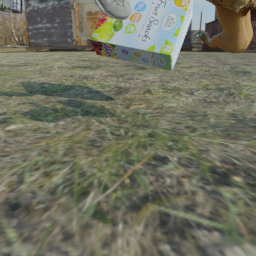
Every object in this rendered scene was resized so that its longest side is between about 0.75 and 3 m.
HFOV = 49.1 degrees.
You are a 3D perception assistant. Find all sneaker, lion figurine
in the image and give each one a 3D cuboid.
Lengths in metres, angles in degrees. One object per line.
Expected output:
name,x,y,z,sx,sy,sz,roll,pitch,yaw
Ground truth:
sneaker,-0.541,-3.769,7.389,0.894,0.814,2.179,-5,-33,42
lion figurine,2.034,-2.262,5.571,2.827,1.024,1.731,34,18,-52

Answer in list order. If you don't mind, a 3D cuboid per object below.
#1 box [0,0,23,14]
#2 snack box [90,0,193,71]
box,-3.758,-4.297,7.993,1.399,1.746,0.387,-9,22,-41
snack box,0.508,-3.468,9.627,2.882,2.430,0.975,16,-18,16
